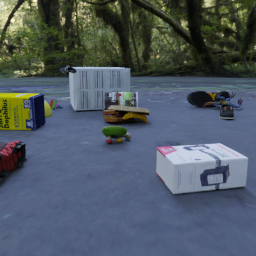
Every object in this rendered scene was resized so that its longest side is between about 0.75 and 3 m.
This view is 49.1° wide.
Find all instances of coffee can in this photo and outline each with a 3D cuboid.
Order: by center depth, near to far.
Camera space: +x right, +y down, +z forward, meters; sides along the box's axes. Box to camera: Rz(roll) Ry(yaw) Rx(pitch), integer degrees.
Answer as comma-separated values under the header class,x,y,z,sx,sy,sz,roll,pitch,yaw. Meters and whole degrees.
class,x,y,z,sx,sy,sz,roll,pitch,yaw
coffee can,-0.311,-1.131,13.040,1.508,1.103,1.103,0,13,-2

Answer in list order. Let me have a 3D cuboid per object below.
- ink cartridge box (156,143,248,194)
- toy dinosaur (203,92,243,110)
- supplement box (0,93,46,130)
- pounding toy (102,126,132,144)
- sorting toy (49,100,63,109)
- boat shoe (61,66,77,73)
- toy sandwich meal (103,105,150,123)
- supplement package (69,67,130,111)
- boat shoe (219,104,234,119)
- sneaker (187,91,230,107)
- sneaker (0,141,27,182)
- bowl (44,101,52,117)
class,x,y,z,sx,sy,sz,roll,pitch,yaw
ink cartridge box,1.486,0.794,5.820,1.543,0.651,1.117,-3,13,-12
toy dinosaur,5.289,-1.387,15.015,1.654,0.957,1.823,14,-10,-37
supplement box,-4.471,-0.654,10.718,2.263,1.231,1.239,1,13,2
pounding toy,-0.369,0.299,8.687,0.776,0.467,1.006,-7,-19,21
sorting toy,-3.808,-1.179,15.034,0.503,0.506,1.460,20,0,-31
boat shoe,-2.643,-2.588,12.377,0.755,0.283,0.233,15,-26,14
toy sandwich meal,-0.037,-0.535,11.677,1.987,0.681,1.987,5,3,0
supplement package,-1.647,-2.249,15.458,2.952,2.171,2.823,-3,14,-14
boat shoe,4.490,-0.746,12.765,0.613,0.525,1.676,4,15,14
sneaker,4.432,-1.601,15.979,2.600,0.909,1.170,-3,-2,-15
sneaker,-2.968,0.736,5.996,0.954,0.690,1.953,1,11,3
bowl,-4.441,-1.032,13.043,1.735,0.934,1.735,-1,13,0
